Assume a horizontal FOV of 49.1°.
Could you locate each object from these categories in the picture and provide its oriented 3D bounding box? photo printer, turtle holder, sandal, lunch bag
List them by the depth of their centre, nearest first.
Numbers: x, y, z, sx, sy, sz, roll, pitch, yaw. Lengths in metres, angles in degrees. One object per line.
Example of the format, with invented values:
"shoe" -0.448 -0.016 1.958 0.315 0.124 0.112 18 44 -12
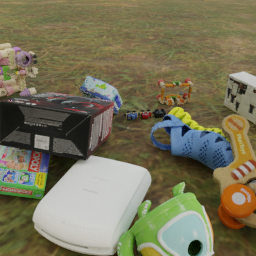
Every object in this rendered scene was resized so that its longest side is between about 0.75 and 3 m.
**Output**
"turtle holder" 0.621 1.714 4.386 1.570 1.193 1.115 -10 53 -38
"photo printer" -0.642 1.394 5.305 1.668 0.696 2.005 10 32 20
"sandal" 1.501 0.411 6.787 1.173 1.071 2.694 -22 30 -22
"lunch bag" -0.773 -0.973 8.597 1.138 1.416 0.584 25 81 13

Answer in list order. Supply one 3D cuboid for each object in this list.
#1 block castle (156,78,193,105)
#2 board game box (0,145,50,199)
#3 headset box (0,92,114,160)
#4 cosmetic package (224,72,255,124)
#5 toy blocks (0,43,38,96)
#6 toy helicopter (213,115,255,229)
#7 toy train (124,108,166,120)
"block castle" 1.603 -1.273 9.661 1.184 0.791 0.555 -4 30 -9
"board game box" -2.543 0.714 6.461 1.397 0.302 2.076 11 28 -17
"headset box" -1.549 -0.219 7.000 2.012 1.016 2.708 9 13 7
"cosmetic package" 4.087 -0.659 8.330 0.704 1.148 2.781 -15 34 -19
"toy blocks" -4.352 -1.849 9.670 1.955 1.827 1.646 27 37 32
"toy helicopter" 2.390 0.701 5.356 1.555 0.927 2.351 -8 55 9
"toy train" 0.542 -0.416 8.813 1.356 0.231 0.310 -4 42 -8
